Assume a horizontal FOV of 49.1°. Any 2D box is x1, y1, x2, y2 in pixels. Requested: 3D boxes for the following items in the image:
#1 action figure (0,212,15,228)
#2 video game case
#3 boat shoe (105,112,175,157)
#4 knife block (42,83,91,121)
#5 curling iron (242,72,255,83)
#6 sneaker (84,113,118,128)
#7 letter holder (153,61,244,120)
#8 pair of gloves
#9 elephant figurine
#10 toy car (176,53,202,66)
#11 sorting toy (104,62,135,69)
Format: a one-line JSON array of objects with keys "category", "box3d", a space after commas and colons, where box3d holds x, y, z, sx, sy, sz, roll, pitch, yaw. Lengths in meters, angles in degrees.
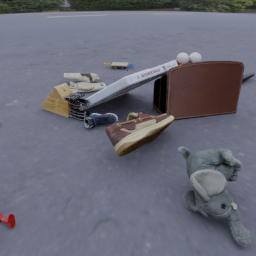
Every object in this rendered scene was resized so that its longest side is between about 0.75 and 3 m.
[{"category": "action figure", "box3d": [-3.104, 1.549, 5.682, 1.950, 0.504, 0.638, 15, 34, 32]}, {"category": "video game case", "box3d": [-0.043, -1.492, 10.018, 2.652, 0.334, 2.910, -28, 5, -41]}, {"category": "boat shoe", "box3d": [0.371, -0.079, 7.758, 0.942, 0.944, 2.617, 50, 41, 13]}, {"category": "knife block", "box3d": [-2.139, -0.697, 9.965, 1.792, 1.573, 0.573, -37, -3, 42]}, {"category": "curling iron", "box3d": [5.043, -2.126, 12.636, 2.886, 0.369, 0.715, -20, -3, -40]}, {"category": "sneaker", "box3d": [-0.916, -0.226, 9.007, 1.046, 0.398, 0.756, 2, 16, 24]}, {"category": "letter holder", "box3d": [2.415, -1.534, 9.902, 2.741, 1.948, 1.378, -7, 29, -13]}, {"category": "pair of gloves", "box3d": [-1.952, -2.042, 12.584, 1.618, 0.334, 1.903, -6, 34, -24]}, {"category": "elephant figurine", "box3d": [1.657, 1.267, 5.627, 1.339, 1.221, 1.726, -15, 32, 38]}, {"category": "toy car", "box3d": [2.916, -2.917, 13.618, 1.452, 1.271, 1.089, -2, 62, -5]}, {"category": "sorting toy", "box3d": [-0.471, -3.431, 15.382, 1.699, 0.231, 0.957, 3, 24, 6]}]
